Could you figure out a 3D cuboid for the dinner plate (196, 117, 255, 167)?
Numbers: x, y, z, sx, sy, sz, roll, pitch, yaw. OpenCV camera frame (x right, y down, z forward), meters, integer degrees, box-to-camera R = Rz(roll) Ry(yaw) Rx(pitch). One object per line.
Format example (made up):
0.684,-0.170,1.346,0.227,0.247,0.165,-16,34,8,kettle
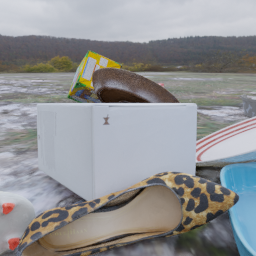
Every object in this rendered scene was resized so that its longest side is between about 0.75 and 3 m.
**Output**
2.282,0.132,4.883,2.966,0.360,2.966,-23,-1,0,dinner plate

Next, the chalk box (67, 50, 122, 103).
-1.306,-1.577,10.088,1.299,1.306,2.099,21,-21,-20,chalk box

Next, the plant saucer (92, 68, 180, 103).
0.119,-0.483,5.375,1.898,0.304,1.898,22,-16,7,plant saucer

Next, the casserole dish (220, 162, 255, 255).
1.776,0.975,2.897,1.508,0.483,2.489,3,14,12,casserole dish

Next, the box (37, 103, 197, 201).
-0.286,0.180,4.154,1.579,1.103,2.074,-3,6,-33,box

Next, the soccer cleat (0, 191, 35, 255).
-1.934,0.978,2.458,2.114,0.732,0.820,-12,15,-33,soccer cleat

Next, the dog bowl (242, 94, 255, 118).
5.074,-0.721,9.513,2.342,0.687,2.342,0,13,0,dog bowl

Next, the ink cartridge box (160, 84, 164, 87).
0.713,-1.078,10.305,0.586,1.010,1.735,8,16,30,ink cartridge box

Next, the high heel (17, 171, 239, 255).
0.013,0.898,2.579,1.885,0.673,1.344,-12,1,25,high heel
